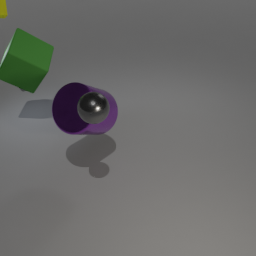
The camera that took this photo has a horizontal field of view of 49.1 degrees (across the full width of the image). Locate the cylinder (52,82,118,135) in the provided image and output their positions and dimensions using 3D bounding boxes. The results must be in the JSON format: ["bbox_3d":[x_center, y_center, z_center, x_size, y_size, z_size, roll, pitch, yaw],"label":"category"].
[{"bbox_3d":[-1.198,-0.505,8.042,1.400,1.400,1.400,16,5,23],"label":"cylinder"}]

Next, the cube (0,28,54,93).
[{"bbox_3d":[-3.699,-2.395,10.127,1.400,1.400,1.400,24,46,-29],"label":"cube"}]

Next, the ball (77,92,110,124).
[{"bbox_3d":[-0.750,-0.435,6.082,0.700,0.700,0.700,0,34,0],"label":"ball"}]

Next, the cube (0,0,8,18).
[{"bbox_3d":[-5.005,-4.567,10.567,0.700,0.700,0.700,-10,15,-29],"label":"cube"}]
